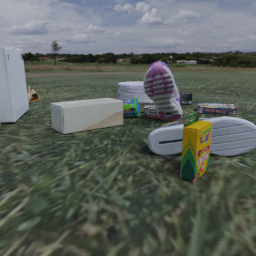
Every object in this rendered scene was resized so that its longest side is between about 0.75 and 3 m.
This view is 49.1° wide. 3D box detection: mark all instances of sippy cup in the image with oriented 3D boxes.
[{"bbox_3d":[0.041,-0.805,11.607,0.785,1.072,0.841,-8,50,11],"label":"sippy cup"}]

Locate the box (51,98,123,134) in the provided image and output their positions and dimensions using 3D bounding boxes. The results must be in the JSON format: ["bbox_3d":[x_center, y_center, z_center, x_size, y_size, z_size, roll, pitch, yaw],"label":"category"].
[{"bbox_3d":[-1.413,-0.486,9.896,2.351,0.914,1.116,-10,17,-33],"label":"box"}]

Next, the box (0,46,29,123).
[{"bbox_3d":[-5.291,-1.783,11.192,1.835,2.807,2.793,-4,14,-7],"label":"box"}]

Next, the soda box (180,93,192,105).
[{"bbox_3d":[2.523,-1.585,14.913,1.712,0.606,0.542,1,12,4],"label":"soda box"}]

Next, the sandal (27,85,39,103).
[{"bbox_3d":[-5.334,-1.666,15.499,0.769,0.858,2.339,26,10,-26],"label":"sandal"}]

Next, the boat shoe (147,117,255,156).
[{"bbox_3d":[1.892,0.116,7.294,2.788,1.005,0.989,-1,18,4],"label":"boat shoe"}]

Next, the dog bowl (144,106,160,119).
[{"bbox_3d":[1.167,-0.660,11.620,1.059,0.390,1.059,3,12,-1],"label":"dog bowl"}]

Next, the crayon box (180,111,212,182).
[{"bbox_3d":[1.415,0.349,5.771,0.333,1.310,0.832,10,18,34],"label":"crayon box"}]

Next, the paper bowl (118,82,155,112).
[{"bbox_3d":[0.733,-1.503,13.233,2.427,1.262,2.427,-1,14,0],"label":"paper bowl"}]

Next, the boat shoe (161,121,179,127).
[{"bbox_3d":[1.615,0.093,8.355,1.733,0.624,0.585,-1,7,-30],"label":"boat shoe"}]

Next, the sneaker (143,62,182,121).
[{"bbox_3d":[1.314,-1.457,10.171,1.093,2.718,1.201,-3,55,21],"label":"sneaker"}]

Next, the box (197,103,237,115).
[{"bbox_3d":[3.986,-0.869,12.689,1.636,0.308,1.117,3,14,11],"label":"box"}]
